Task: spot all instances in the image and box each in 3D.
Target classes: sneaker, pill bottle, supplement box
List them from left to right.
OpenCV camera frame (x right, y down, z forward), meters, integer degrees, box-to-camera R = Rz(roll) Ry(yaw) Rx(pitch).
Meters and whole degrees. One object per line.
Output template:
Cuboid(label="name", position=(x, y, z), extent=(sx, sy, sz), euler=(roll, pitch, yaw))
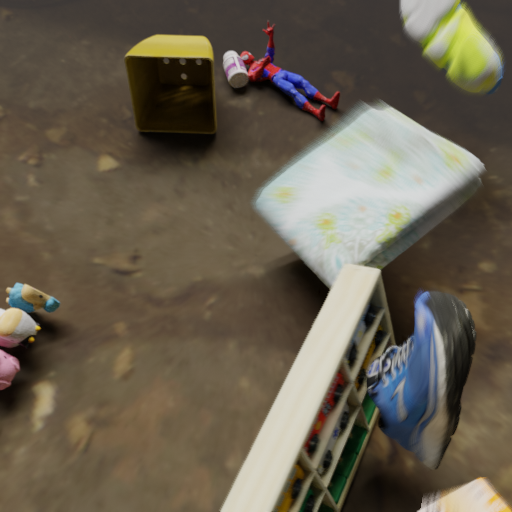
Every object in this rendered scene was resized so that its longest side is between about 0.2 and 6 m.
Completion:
Cuboid(label="pill bottle", position=(-0.385, -3.349, 10.023), extent=(0.368, 0.368, 0.655), euler=(-12, 58, -8))
Cuboid(label="sneaker", position=(1.524, 1.219, 5.524), extent=(0.961, 2.155, 0.846), euler=(19, 42, 28))
Cuboid(label="sneaker", position=(2.841, -3.080, 8.075), extent=(0.785, 1.089, 2.073), euler=(-34, 64, 30))
Cuboid(label="supplement box", position=(1.787, 2.461, 4.909), extent=(0.944, 0.347, 0.595), euler=(-22, 35, -14))

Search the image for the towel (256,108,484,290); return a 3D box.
Cuboid(label="towel", position=(1.332, -0.809, 7.010), extent=(2.288, 0.551, 1.959), euler=(-39, 45, -1))

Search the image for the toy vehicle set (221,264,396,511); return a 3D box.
Cuboid(label="toy vehicle set", position=(0.697, 1.827, 5.809), extent=(0.401, 1.880, 3.025), euler=(13, 57, 30))

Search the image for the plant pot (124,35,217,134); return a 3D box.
Cuboid(label="plant pot", position=(-1.301, -2.952, 9.274), extent=(1.355, 1.355, 1.195), euler=(2, 47, 1))

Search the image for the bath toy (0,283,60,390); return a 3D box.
Cuboid(label="bath toy", position=(-3.171, 1.293, 6.887), extent=(0.706, 0.831, 1.910), euler=(27, 64, -10))

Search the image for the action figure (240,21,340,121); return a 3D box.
Cuboid(label="action figure", position=(0.496, -3.223, 9.623), extent=(1.999, 0.989, 0.652), euler=(34, 63, 22))
